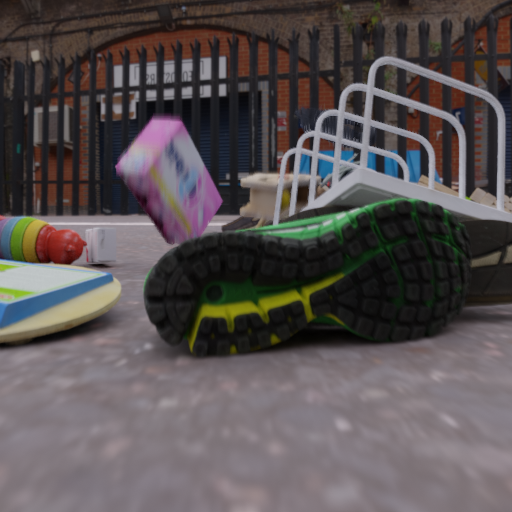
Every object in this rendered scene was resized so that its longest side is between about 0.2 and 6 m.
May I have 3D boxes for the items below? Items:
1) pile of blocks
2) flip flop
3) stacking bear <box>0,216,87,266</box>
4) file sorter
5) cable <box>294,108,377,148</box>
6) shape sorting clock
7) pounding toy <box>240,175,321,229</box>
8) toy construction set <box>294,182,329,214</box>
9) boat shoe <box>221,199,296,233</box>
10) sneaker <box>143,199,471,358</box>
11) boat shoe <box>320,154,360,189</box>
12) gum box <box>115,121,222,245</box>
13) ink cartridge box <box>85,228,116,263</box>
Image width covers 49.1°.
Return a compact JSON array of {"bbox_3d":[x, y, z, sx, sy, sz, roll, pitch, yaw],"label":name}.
[{"bbox_3d":[4.858,-0.493,11.908,3.919,1.609,1.218,8,-38,-4],"label":"pile of blocks"},{"bbox_3d":[1.376,0.123,5.361,2.619,1.062,0.754,0,-27,6],"label":"flip flop"},{"bbox_3d":[-3.518,-0.175,8.983,1.517,0.862,0.921,6,6,8],"label":"stacking bear"},{"bbox_3d":[1.383,-0.861,6.457,1.718,1.542,2.476,13,-17,-16],"label":"file sorter"},{"bbox_3d":[1.545,-2.464,10.708,1.629,0.414,1.329,-1,31,-20],"label":"cable"},{"bbox_3d":[-2.214,0.376,4.800,2.061,0.404,2.061,3,9,0],"label":"shape sorting clock"},{"bbox_3d":[0.613,-1.054,12.695,1.545,1.550,2.702,5,14,14],"label":"pounding toy"},{"bbox_3d":[1.760,-1.054,15.305,2.318,1.781,1.933,18,38,-37],"label":"toy construction set"},{"bbox_3d":[0.356,-1.405,16.752,3.173,1.163,1.182,-18,-1,19],"label":"boat shoe"},{"bbox_3d":[0.465,0.089,4.438,2.724,1.063,1.161,-2,5,-15],"label":"sneaker"},{"bbox_3d":[2.110,-1.619,12.745,1.141,0.942,3.047,-32,-3,11],"label":"boat shoe"},{"bbox_3d":[-1.248,-1.033,8.569,0.594,1.019,1.795,11,-33,31],"label":"gum box"},{"bbox_3d":[-2.564,-0.170,9.245,0.324,0.564,0.776,-1,0,-30],"label":"ink cartridge box"}]
